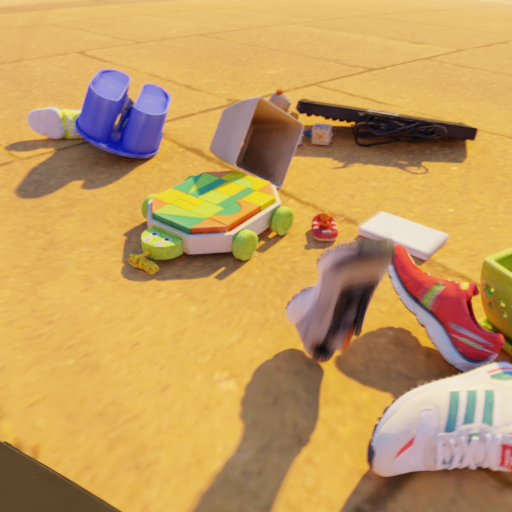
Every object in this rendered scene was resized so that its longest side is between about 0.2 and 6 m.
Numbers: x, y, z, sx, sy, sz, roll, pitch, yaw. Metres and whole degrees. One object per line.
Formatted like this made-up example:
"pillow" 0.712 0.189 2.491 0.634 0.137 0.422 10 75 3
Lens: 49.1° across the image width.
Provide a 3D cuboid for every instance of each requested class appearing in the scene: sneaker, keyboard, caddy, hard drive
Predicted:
"sneaker" -5.062 -3.652 15.424 2.194 0.831 1.153 6 19 0
"sneaker" 2.440 1.997 6.295 2.446 0.861 1.144 -13 29 -25
"sneaker" 2.678 0.603 7.996 0.837 0.923 2.173 20 32 -54
"keyboard" -1.882 3.112 5.006 4.114 0.815 2.141 17 13 26
"caddy" -3.392 -3.524 14.414 2.142 1.591 3.031 19 29 -13
"hard drive" 2.804 -0.408 10.724 1.411 0.185 0.931 25 40 34
"sneaker" 1.141 0.575 7.098 0.902 2.441 0.968 -7 60 -20
"keyboard" 3.345 -3.425 15.105 4.779 0.947 2.487 10 19 9

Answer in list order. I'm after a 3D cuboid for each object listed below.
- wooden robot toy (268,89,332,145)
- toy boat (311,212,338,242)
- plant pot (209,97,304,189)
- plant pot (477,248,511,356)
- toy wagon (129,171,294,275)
"wooden robot toy" 0.658 -3.752 14.964 2.822 1.280 1.243 19 37 28
"toy boat" 1.322 -0.629 10.789 0.485 0.485 0.742 -1 32 -1
"plant pot" -0.128 -2.581 12.548 1.555 1.557 1.378 19 3 -45
"plant pot" 4.072 0.747 7.839 1.467 1.332 1.460 -15 35 -23
"toy wagon" -1.012 -0.707 10.741 2.606 0.665 3.359 22 39 31
